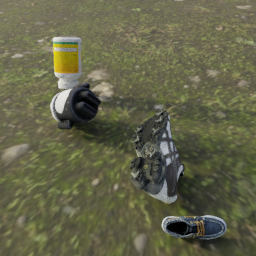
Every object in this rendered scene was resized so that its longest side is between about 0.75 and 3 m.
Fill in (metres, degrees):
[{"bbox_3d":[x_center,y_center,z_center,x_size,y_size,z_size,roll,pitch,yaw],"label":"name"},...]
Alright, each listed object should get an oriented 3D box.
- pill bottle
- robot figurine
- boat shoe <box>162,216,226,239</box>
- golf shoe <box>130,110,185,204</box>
[{"bbox_3d":[-2.109,-2.278,9.856,0.970,1.720,0.970,1,18,0],"label":"pill bottle"},{"bbox_3d":[-1.591,-0.653,8.338,1.697,1.059,1.275,-3,23,45],"label":"robot figurine"},{"bbox_3d":[1.316,1.960,5.448,1.280,0.581,0.453,0,78,3],"label":"boat shoe"},{"bbox_3d":[0.776,0.662,6.901,1.032,1.254,2.654,-27,29,32],"label":"golf shoe"}]
